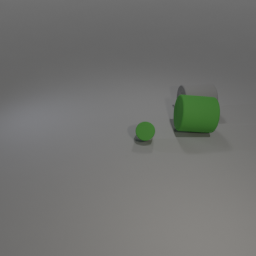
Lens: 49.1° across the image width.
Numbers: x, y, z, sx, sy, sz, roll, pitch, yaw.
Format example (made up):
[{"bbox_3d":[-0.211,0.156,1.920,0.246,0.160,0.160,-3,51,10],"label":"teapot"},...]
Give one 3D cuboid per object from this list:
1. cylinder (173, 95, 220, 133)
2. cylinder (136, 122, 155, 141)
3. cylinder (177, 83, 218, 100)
[{"bbox_3d":[2.626,-0.550,10.888,1.400,1.400,1.400,4,29,-6],"label":"cylinder"},{"bbox_3d":[0.660,0.113,10.485,0.700,0.700,0.700,4,1,7],"label":"cylinder"},{"bbox_3d":[3.021,-1.242,12.359,1.400,1.400,1.400,-4,30,-7],"label":"cylinder"}]
